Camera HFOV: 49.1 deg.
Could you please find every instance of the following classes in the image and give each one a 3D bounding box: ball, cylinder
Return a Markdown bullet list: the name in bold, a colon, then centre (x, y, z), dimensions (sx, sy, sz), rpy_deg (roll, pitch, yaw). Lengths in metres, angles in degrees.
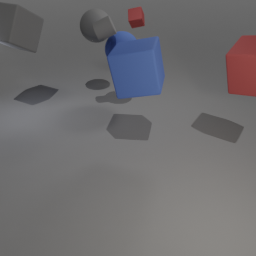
- **ball**: centre (-1.403, -4.468, 12.261), dimensions (1.400, 1.400, 1.400), rpy_deg (0, 32, 0)
- **ball**: centre (-0.244, -3.227, 11.472), dimensions (1.400, 1.400, 1.400), rpy_deg (0, 32, 0)
- **cylinder**: centre (-0.873, -3.679, 10.365), dimensions (0.700, 0.700, 0.700), rpy_deg (-22, 31, 9)

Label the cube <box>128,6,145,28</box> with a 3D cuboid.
- **cube**: centre (0.428, -5.615, 14.248), dimensions (0.700, 0.700, 0.700), rpy_deg (-6, -13, 15)

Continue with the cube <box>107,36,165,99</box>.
- **cube**: centre (0.315, -1.894, 8.785), dimensions (1.400, 1.400, 1.400), rpy_deg (-4, 32, 16)

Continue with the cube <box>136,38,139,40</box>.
- **cube**: centre (0.674, -3.967, 13.923), dimensions (0.700, 0.700, 0.700), rpy_deg (20, 7, 13)

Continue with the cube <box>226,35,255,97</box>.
- **cube**: centre (3.995, -1.928, 8.665), dimensions (1.400, 1.400, 1.400), rpy_deg (13, 46, 37)

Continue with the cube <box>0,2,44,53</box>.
- **cube**: centre (-4.409, -3.903, 10.932), dimensions (1.400, 1.400, 1.400), rpy_deg (17, 6, 24)
